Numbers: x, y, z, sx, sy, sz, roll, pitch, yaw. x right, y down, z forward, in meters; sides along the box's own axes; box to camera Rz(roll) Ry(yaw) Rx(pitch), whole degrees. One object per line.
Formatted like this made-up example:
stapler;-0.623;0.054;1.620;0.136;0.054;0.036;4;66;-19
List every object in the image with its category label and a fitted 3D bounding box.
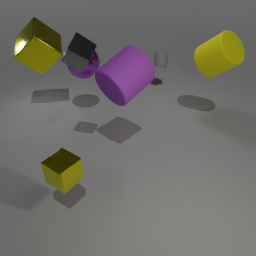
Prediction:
cube;-1.449;-2.218;8.267;0.700;0.700;0.700;28;62;-19
cylinder;3.631;-2.919;11.181;1.400;1.400;1.400;-24;1;-34
cylinder;-0.100;-1.652;8.929;1.400;1.400;1.400;-44;47;-19
cube;-1.612;1.046;6.953;0.700;0.700;0.700;24;44;27
cube;-3.763;-3.434;11.795;1.400;1.400;1.400;27;39;-42
ball;-1.892;-2.791;11.807;1.400;1.400;1.400;0;31;0
cylinder;1.752;-3.606;14.848;0.700;0.700;0.700;6;13;-1
